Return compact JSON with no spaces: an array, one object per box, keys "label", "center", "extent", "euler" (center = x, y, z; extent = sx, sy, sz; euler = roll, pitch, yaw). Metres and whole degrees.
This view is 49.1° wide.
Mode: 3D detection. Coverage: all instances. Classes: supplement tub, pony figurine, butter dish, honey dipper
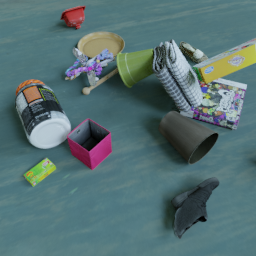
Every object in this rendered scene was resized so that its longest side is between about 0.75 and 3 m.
[{"label":"supplement tub","center":[-3.213,-0.589,10.304],"extent":[1.529,1.529,2.495],"euler":[-22,53,-17]},{"label":"pony figurine","center":[-1.629,-2.681,12.076],"extent":[2.082,1.734,2.010],"euler":[-31,12,-22]},{"label":"butter dish","center":[-2.866,-5.886,15.207],"extent":[1.346,0.995,1.342],"euler":[-24,10,-16]},{"label":"honey dipper","center":[-0.907,-2.301,12.466],"extent":[2.844,0.540,0.540],"euler":[-38,59,-24]}]

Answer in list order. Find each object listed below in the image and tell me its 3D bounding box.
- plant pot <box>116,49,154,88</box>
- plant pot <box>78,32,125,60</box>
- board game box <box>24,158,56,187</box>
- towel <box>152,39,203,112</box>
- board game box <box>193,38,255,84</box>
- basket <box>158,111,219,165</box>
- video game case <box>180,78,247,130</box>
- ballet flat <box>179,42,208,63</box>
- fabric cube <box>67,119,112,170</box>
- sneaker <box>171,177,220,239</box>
[{"label":"plant pot","center":[0.513,-2.630,11.719],"extent":[1.463,1.541,1.541],"euler":[-15,47,20]},{"label":"plant pot","center":[-1.328,-4.076,14.056],"extent":[2.334,0.321,2.334],"euler":[0,49,1]},{"label":"board game box","center":[-2.947,1.472,9.402],"extent":[0.476,0.223,0.937],"euler":[35,58,26]},{"label":"towel","center":[1.838,-2.080,10.922],"extent":[1.105,2.138,2.582],"euler":[-29,30,22]},{"label":"board game box","center":[3.787,-2.451,9.756],"extent":[2.813,0.567,2.152],"euler":[-23,10,12]},{"label":"basket","center":[2.008,0.240,9.887],"extent":[1.554,1.172,1.723],"euler":[-32,53,-27]},{"label":"video game case","center":[3.545,-1.170,11.492],"extent":[2.215,0.438,2.444],"euler":[17,52,16]},{"label":"ballet flat","center":[3.106,-3.646,13.455],"extent":[0.583,0.647,1.719],"euler":[-45,61,-3]},{"label":"fabric cube","center":[-1.291,0.550,9.626],"extent":[1.088,1.084,1.067],"euler":[32,57,24]},{"label":"sneaker","center":[2.120,2.359,8.435],"extent":[2.033,0.611,1.060],"euler":[-23,53,-13]}]
